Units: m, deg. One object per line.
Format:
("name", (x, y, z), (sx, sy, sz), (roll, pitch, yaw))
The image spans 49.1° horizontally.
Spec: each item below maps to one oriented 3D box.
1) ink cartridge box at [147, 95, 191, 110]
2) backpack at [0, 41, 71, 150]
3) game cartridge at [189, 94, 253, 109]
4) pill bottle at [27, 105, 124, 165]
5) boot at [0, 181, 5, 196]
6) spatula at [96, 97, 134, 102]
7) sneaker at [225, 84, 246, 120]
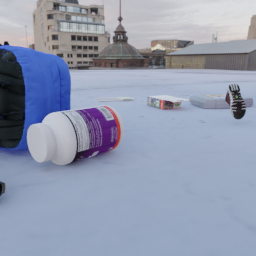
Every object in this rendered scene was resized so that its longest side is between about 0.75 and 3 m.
("ink cartridge box", (1.579, -0.983, 10.987), (0.891, 0.412, 1.635), (-8, 17, -31))
("backpack", (-2.528, -0.810, 6.388), (2.822, 2.293, 2.368), (9, 15, 35))
("game cartridge", (3.852, -1.106, 11.507), (2.241, 0.465, 1.492), (-4, 10, -14))
("pill bottle", (-0.961, 0.125, 5.355), (0.973, 0.973, 1.731), (13, 19, 42))
("boot", (-2.346, 0.808, 3.446), (0.756, 0.583, 1.560), (8, 14, 37))
("spatula", (-0.618, -1.380, 13.150), (1.661, 0.133, 1.155), (-3, 15, -12))
("sneaker", (3.178, -0.703, 8.361), (0.428, 1.131, 0.653), (-1, -20, 3))
